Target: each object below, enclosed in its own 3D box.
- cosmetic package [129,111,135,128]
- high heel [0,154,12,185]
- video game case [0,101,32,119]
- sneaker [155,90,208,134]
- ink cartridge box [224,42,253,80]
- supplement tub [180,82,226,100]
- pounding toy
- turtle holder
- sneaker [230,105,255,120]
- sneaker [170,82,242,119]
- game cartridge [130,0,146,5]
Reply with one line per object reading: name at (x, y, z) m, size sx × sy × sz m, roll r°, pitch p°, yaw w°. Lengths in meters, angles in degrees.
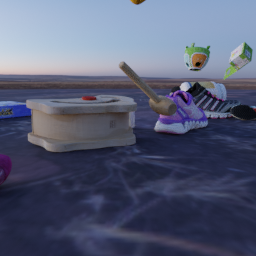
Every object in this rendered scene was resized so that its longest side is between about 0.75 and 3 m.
cosmetic package at (-0.328, -0.258, 7.344) m, size 0.971 × 0.503 × 0.355 m, roll 2°, pitch 10°, yaw 19°
high heel at (-2.100, 0.441, 3.058) m, size 1.502 × 0.506 × 0.722 m, roll 13°, pitch 17°, yaw -11°
video game case at (-4.567, -0.619, 9.642) m, size 1.772 × 0.444 × 1.955 m, roll 8°, pitch 12°, yaw 39°
sneaker at (1.446, -0.470, 7.150) m, size 0.899 × 0.989 × 2.236 m, roll 4°, pitch 9°, yaw 32°
ink cartridge box at (2.786, -1.743, 7.342) m, size 0.868 × 0.329 × 0.641 m, roll -39°, pitch 16°, yaw 45°
supplement tub at (2.996, -1.276, 11.373) m, size 1.637 × 1.184 × 1.184 m, roll -2°, pitch 10°, yaw -6°
pounding toy at (-0.570, -0.542, 5.652) m, size 2.782 × 1.596 × 1.591 m, roll -4°, pitch 15°, yaw -25°
turtle holder at (2.272, -2.378, 9.603) m, size 0.867 × 0.811 × 1.142 m, roll 5°, pitch 3°, yaw -29°
sneaker at (3.947, -0.465, 9.005) m, size 1.390 × 0.489 × 0.650 m, roll 0°, pitch -7°, yaw 4°
sneaker at (2.576, -0.953, 9.423) m, size 2.688 × 1.176 × 0.991 m, roll -1°, pitch 9°, yaw -5°
game cartridge at (0.943, -3.097, 3.938) m, size 2.137 × 0.393 × 2.424 m, roll -38°, pitch -5°, yaw -10°
